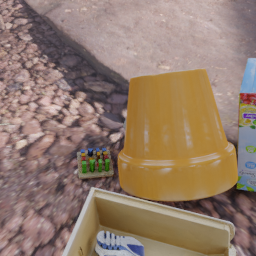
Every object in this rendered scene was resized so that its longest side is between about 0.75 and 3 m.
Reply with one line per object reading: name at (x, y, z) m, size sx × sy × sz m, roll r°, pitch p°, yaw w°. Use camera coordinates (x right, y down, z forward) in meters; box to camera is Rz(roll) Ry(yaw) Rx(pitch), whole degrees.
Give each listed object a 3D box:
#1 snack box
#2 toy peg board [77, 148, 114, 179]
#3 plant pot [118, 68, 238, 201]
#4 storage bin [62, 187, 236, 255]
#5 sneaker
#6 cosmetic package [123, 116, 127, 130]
snack box at (2.784, -0.105, 5.933) m, size 0.765 × 2.260 × 1.906 m, roll 6°, pitch 34°, yaw 25°
toy peg board at (-0.773, 0.729, 6.569) m, size 0.801 × 0.392 × 0.797 m, roll -3°, pitch 41°, yaw -12°
plant pot at (0.877, -0.022, 5.524) m, size 2.316 × 2.121 × 2.316 m, roll -6°, pitch 8°, yaw 1°
storage bin at (0.252, 2.592, 4.182) m, size 2.609 × 1.231 × 2.628 m, roll 11°, pitch 45°, yaw 12°
sneaker at (-0.195, 2.209, 4.987) m, size 0.925 × 0.534 × 0.374 m, roll 22°, pitch 23°, yaw -7°
cosmetic package at (0.642, -0.031, 7.049) m, size 1.352 × 0.609 × 0.722 m, roll -14°, pitch 60°, yaw -23°
